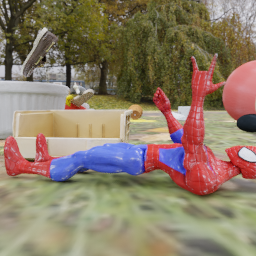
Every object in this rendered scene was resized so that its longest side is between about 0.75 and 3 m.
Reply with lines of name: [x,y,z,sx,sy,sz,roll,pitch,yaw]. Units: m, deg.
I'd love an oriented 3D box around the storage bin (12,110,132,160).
storage bin: [-0.720,0.068,4.251,1.487,0.697,1.476,1,4,4]

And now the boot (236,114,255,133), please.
boot: [3.494,-0.095,7.311,1.405,0.536,1.180,10,5,30]

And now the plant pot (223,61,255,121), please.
plant pot: [4.786,-1.047,9.610,2.462,2.462,2.179,0,15,1]

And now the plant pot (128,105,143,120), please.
plant pot: [0.400,-0.809,15.606,0.841,0.841,0.589,0,22,4]

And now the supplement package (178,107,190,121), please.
supplement package: [3.318,-0.765,14.868,1.285,0.731,0.704,-3,7,-44]

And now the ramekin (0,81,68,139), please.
ramekin: [-2.920,-0.457,7.201,2.760,1.285,2.760,-1,4,0]

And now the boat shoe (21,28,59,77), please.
boat shoe: [-1.928,-1.544,6.053,0.376,1.262,0.453,32,33,-17]

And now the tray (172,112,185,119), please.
tray: [1.950,-0.531,11.670,0.450,0.093,0.837,-18,22,-26]

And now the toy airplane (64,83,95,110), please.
toy airplane: [-2.886,-1.238,13.949,2.526,1.783,2.515,-14,-13,-7]

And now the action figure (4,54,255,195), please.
action figure: [0.018,-0.020,2.701,2.453,1.214,0.800,4,6,18]
